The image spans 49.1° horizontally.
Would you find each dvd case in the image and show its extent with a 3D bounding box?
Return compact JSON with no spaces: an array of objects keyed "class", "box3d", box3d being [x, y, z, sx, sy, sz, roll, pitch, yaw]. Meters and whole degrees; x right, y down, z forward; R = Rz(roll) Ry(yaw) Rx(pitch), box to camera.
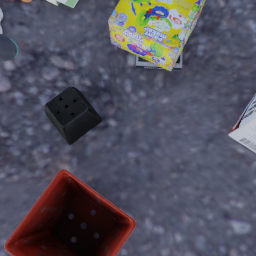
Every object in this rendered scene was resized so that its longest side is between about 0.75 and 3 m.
[{"class":"dvd case","box3d":[0.910,-2.536,8.070,1.323,0.218,1.761,3,76,1]}]

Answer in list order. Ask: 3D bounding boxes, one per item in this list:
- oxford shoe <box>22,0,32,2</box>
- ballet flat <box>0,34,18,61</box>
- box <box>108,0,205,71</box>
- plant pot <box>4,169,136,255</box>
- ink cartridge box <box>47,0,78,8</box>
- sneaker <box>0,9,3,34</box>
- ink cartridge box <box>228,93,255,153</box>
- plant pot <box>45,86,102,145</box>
[{"class":"oxford shoe","box3d":[-3.360,-4.043,8.352,0.959,0.349,0.342,9,77,2]},{"class":"ballet flat","box3d":[-3.190,-1.891,6.274,1.736,0.634,0.634,27,77,31]},{"class":"box","box3d":[0.755,-2.865,7.437,1.896,1.157,1.826,27,79,6]},{"class":"plant pot","box3d":[-1.105,2.246,6.204,1.886,1.664,1.888,34,80,8]},{"class":"ink cartridge box","box3d":[-1.918,-4.081,8.389,1.220,0.293,0.888,28,78,6]},{"class":"sneaker","box3d":[-3.901,-3.198,8.069,0.449,0.525,1.206,-13,76,-2]},{"class":"ink cartridge box","box3d":[3.908,-0.865,6.538,1.156,2.421,2.758,34,78,8]},{"class":"plant pot","box3d":[-1.457,-0.408,7.168,1.135,1.007,1.133,-37,80,-9]}]
